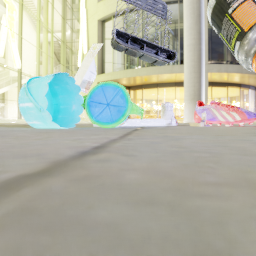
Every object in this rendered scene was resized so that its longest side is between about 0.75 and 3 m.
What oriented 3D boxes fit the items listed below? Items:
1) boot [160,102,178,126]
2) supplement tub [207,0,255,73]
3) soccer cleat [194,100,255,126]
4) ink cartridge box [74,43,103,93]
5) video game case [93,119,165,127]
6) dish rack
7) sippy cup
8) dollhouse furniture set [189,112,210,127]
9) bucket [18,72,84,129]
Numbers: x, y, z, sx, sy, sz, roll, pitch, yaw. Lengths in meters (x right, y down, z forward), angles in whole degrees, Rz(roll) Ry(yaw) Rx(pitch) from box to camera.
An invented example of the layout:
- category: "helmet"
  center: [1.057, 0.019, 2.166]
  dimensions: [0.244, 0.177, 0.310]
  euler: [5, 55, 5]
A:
- category: "boot"
  center: [1.927, -0.666, 13.033]
  dimensions: [0.843, 1.095, 2.292]
  euler: [0, 1, 7]
- category: "supplement tub"
  center: [3.314, -2.620, 7.262]
  dimensions: [1.662, 2.714, 1.662]
  euler: [-10, -37, -8]
- category: "soccer cleat"
  center: [3.745, -0.629, 11.122]
  dimensions: [0.969, 1.111, 2.905]
  euler: [-1, 1, -29]
- category: "ink cartridge box"
  center: [-1.501, -2.385, 11.056]
  dimensions: [0.480, 1.915, 1.553]
  euler: [30, 3, -26]
- category: "video game case"
  center: [0.010, -0.198, 10.673]
  dimensions: [2.488, 0.291, 2.262]
  euler: [-1, 2, -2]
- category: "dish rack"
  center: [0.440, -2.790, 7.303]
  dimensions: [1.733, 2.260, 0.616]
  euler: [15, -20, -23]
- category: "sippy cup"
  center: [-0.460, -0.546, 8.021]
  dimensions: [1.659, 1.302, 1.215]
  euler: [46, 0, 13]
- category: "dollhouse furniture set"
  center: [2.617, -0.345, 10.665]
  dimensions: [0.629, 0.563, 0.793]
  euler: [-1, 2, -43]
- category: "bucket"
  center: [-1.939, -0.662, 7.121]
  dimensions: [0.988, 1.518, 1.518]
  euler: [-3, 0, 24]
